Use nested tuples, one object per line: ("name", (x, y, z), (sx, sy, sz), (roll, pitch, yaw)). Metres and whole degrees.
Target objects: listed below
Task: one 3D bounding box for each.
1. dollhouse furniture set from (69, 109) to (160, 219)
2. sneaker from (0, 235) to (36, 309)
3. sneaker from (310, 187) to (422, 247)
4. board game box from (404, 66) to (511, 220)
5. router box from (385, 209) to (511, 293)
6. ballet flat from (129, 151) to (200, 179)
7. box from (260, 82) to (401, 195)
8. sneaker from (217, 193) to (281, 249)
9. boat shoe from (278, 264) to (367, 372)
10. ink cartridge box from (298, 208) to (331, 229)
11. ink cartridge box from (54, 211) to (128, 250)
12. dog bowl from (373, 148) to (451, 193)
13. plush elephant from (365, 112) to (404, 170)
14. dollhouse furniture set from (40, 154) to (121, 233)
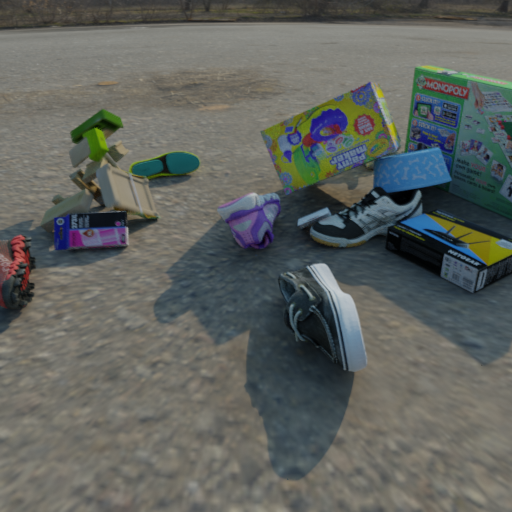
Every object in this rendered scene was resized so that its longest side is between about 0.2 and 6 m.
("dollhouse furniture set", (-3.311, -1.845, 12.483), (1.075, 2.785, 1.392), (-30, -21, 24))
("sneaker", (-4.386, 0.322, 9.609), (1.052, 0.761, 2.153), (-9, 28, -17))
("sneaker", (2.257, -0.905, 11.520), (2.498, 1.095, 0.945), (-12, 32, -17))
("board game box", (5.149, -2.646, 12.945), (0.598, 2.766, 4.110), (-15, 33, -27))
("router box", (3.788, -0.169, 10.726), (1.566, 0.536, 2.099), (-19, 34, -31))
("ballet flat", (-2.443, -2.390, 14.807), (1.879, 0.628, 0.630), (-13, 12, -18))
("box", (1.808, -2.723, 12.876), (2.558, 1.560, 2.464), (-20, 9, 20))
("sneaker", (0.004, -0.661, 11.342), (0.958, 1.053, 2.381), (-24, 0, 18))
("boat shoe", (0.907, 0.948, 8.465), (0.976, 0.992, 2.753), (-11, 19, -4))
("ink cartridge box", (1.220, -0.747, 11.659), (0.694, 0.215, 0.856), (-22, 11, 10))
("ink cartridge box", (-3.317, -0.506, 11.216), (1.467, 0.695, 0.272), (-4, -10, -4))
("dog bowl", (3.513, -1.986, 12.833), (1.687, 0.750, 3.027), (-8, 9, 18))
("plush elephant", (3.366, -3.410, 15.755), (1.491, 1.401, 1.810), (-12, 31, -21))
("dollhouse furniture set", (-3.567, -1.047, 12.290), (1.461, 1.251, 1.536), (-23, 40, 22))
